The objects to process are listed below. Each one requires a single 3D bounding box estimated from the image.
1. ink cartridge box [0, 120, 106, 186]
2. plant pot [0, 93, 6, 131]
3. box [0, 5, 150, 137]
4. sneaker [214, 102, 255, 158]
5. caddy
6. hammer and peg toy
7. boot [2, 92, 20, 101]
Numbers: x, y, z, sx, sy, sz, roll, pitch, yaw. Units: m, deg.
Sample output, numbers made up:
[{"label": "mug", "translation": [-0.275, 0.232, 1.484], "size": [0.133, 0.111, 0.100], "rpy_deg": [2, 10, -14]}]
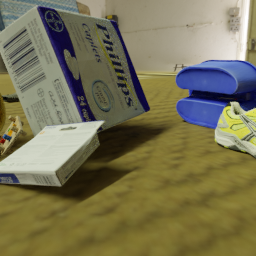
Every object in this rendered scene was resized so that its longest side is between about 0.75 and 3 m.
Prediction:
[{"label": "ink cartridge box", "translation": [-1.262, 0.391, 4.714], "size": [1.483, 0.302, 1.486], "rpy_deg": [-4, 28, 31]}, {"label": "plant pot", "translation": [-3.980, -0.369, 6.121], "size": [1.700, 1.807, 1.807], "rpy_deg": [-19, 9, 14]}, {"label": "box", "translation": [-1.107, -1.198, 6.796], "size": [1.533, 2.687, 2.922], "rpy_deg": [-20, 3, 31]}, {"label": "sneaker", "translation": [2.881, 0.098, 5.718], "size": [0.997, 1.010, 2.643], "rpy_deg": [-8, 16, -34]}, {"label": "caddy", "translation": [2.737, -1.056, 8.505], "size": [1.452, 1.956, 2.766], "rpy_deg": [-15, 21, -34]}, {"label": "hammer and peg toy", "translation": [-2.475, 0.266, 5.741], "size": [0.338, 0.959, 0.706], "rpy_deg": [33, 8, -37]}, {"label": "boot", "translation": [-5.229, -1.442, 13.227], "size": [1.060, 0.549, 1.622], "rpy_deg": [-20, 16, -42]}]
